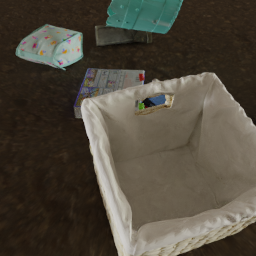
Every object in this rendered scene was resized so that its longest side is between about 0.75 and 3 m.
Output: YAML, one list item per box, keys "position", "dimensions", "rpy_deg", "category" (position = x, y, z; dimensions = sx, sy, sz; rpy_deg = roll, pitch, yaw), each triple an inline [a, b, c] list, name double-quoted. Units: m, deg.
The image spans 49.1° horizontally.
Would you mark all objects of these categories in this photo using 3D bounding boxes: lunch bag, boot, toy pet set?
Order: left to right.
- position: [-2.769, -2.823, 10.028]
  dimensions: [1.648, 1.180, 1.935]
  rpy_deg: [17, 41, 16]
  category: "lunch bag"
- position: [-0.227, -4.127, 11.778]
  dimensions: [2.302, 0.835, 2.093]
  rpy_deg: [-7, 42, 3]
  category: "boot"
- position: [0.833, -0.391, 7.172]
  dimensions: [0.878, 1.544, 1.654]
  rpy_deg: [-6, 53, 11]
  category: "toy pet set"

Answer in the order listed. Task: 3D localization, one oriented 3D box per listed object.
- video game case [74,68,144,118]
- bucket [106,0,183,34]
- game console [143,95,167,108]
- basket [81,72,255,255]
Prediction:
- position: [-0.499, -1.086, 8.685]
  dimensions: [1.897, 0.475, 2.092]
  rpy_deg: [4, 44, 4]
  category: "video game case"
- position: [0.480, -4.020, 7.822]
  dimensions: [1.778, 2.732, 2.732]
  rpy_deg: [10, 42, -11]
  category: "bucket"
- position: [1.178, -0.750, 8.551]
  dimensions: [1.234, 0.191, 1.091]
  rpy_deg: [-28, 50, -26]
  category: "game console"
- position: [0.803, 0.817, 5.165]
  dimensions: [2.708, 2.197, 2.732]
  rpy_deg: [-14, 54, -12]
  category: "basket"
